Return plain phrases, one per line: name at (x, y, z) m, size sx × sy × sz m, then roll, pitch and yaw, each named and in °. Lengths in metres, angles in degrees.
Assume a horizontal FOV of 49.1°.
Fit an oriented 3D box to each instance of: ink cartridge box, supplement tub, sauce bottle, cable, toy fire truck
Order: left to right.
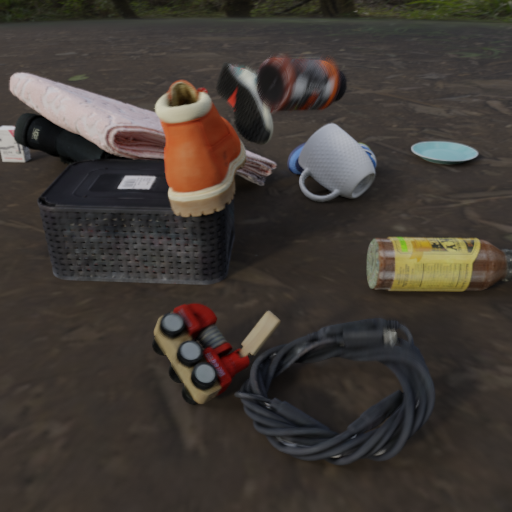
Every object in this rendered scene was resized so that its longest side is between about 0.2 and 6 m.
ink cartridge box at (-5.431, -2.492, 12.551) m, size 0.547 × 0.751 × 0.318 m, roll 2°, pitch 28°, yaw 4°
toy fire truck at (-0.393, 0.865, 5.867) m, size 1.087 × 0.699 × 0.957 m, roll -22°, pitch 65°, yaw -34°
supplement tub at (0.631, -2.237, 7.323) m, size 1.227 × 0.656 × 0.656 m, roll -14°, pitch 30°, yaw -39°
cable at (0.727, 1.348, 5.516) m, size 1.928 × 0.490 × 1.573 m, roll -11°, pitch 39°, yaw 10°
sauce bottle at (2.715, 0.121, 7.669) m, size 2.325 × 0.752 × 0.752 m, roll 0°, pitch 28°, yaw -3°

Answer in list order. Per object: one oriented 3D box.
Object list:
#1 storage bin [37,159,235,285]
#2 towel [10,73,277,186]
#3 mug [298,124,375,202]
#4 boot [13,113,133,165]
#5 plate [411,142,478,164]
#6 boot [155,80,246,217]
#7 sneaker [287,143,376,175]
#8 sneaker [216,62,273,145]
storage bin at (-1.659, -0.570, 8.366) m, size 2.585 × 1.212 × 1.747 m, roll 2°, pitch 31°, yaw 2°
towel at (-2.259, -2.476, 11.116) m, size 3.946 × 0.666 × 4.131 m, roll 6°, pitch 19°, yaw -47°
mug at (1.470, -1.612, 10.676) m, size 1.425 × 1.052 × 1.250 m, roll -40°, pitch 68°, yaw -8°
boot at (-3.573, -2.290, 12.030) m, size 2.148 × 0.976 × 2.556 m, roll 22°, pitch 10°, yaw 6°
plate at (4.315, -2.345, 12.887) m, size 1.468 × 0.188 × 1.468 m, roll 1°, pitch 27°, yaw 0°
boot at (-0.762, -1.753, 7.737) m, size 1.036 × 1.481 × 2.762 m, roll -11°, pitch 27°, yaw 4°
sneaker at (1.619, -1.986, 11.673) m, size 1.922 × 0.711 × 0.791 m, roll -7°, pitch 31°, yaw -11°
sneaker at (0.048, -2.549, 9.369) m, size 0.922 × 0.695 × 1.973 m, roll 2°, pitch 43°, yaw -31°
